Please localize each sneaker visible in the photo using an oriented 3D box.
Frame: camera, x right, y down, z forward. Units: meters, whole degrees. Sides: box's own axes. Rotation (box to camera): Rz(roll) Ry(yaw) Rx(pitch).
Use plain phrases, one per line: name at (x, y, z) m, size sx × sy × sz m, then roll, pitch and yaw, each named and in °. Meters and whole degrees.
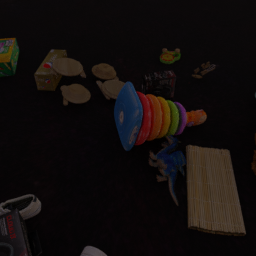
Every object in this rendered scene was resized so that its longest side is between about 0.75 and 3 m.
sneaker at (-2.792, 1.926, 6.289) m, size 1.609 × 0.570 × 0.588 m, roll -24°, pitch 47°, yaw -25°

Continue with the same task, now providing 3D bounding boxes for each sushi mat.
sushi mat at (2.128, 1.451, 7.139) m, size 1.252 × 0.158 × 2.616 m, roll 6°, pitch 42°, yaw 5°

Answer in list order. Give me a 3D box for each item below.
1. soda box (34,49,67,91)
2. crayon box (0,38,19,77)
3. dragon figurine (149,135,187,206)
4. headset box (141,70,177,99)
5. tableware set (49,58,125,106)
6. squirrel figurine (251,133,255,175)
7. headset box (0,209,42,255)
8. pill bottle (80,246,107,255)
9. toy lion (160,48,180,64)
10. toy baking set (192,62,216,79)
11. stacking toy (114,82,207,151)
soda box at (-2.933, -2.288, 10.900) m, size 0.657 × 0.695 × 2.051 m, roll 4°, pitch 42°, yaw 5°
crayon box at (-5.382, -2.960, 11.677) m, size 1.334 × 0.654 × 2.246 m, roll -7°, pitch 42°, yaw -8°
dragon figurine at (1.188, 0.963, 7.347) m, size 1.007 × 0.596 × 2.026 m, roll -13°, pitch 42°, yaw -14°
headset box at (1.116, -1.480, 9.833) m, size 1.222 × 0.909 × 0.472 m, roll -9°, pitch 45°, yaw -10°
tableware set at (-1.341, -1.753, 10.270) m, size 2.943 × 0.341 × 2.459 m, roll -2°, pitch 46°, yaw -22°
squirrel figurine at (4.095, 0.607, 6.738) m, size 2.068 × 1.930 × 1.463 m, roll 19°, pitch 45°, yaw 20°
headset box at (-2.692, 2.634, 5.341) m, size 2.041 × 0.788 × 1.519 m, roll -19°, pitch 45°, yaw -18°
pill bottle at (-0.848, 2.868, 5.159) m, size 0.673 × 0.673 × 1.187 m, roll 16°, pitch 45°, yaw 17°
toy lion at (1.828, -3.082, 12.138) m, size 0.908 × 0.312 × 0.871 m, roll 0°, pitch 49°, yaw 0°
toy baking set at (2.915, -2.162, 10.662) m, size 1.045 × 0.802 × 0.122 m, roll 2°, pitch 55°, yaw -47°
stacking toy at (1.128, -0.286, 8.365) m, size 2.849 × 1.654 × 1.564 m, roll 1°, pitch 43°, yaw -20°
